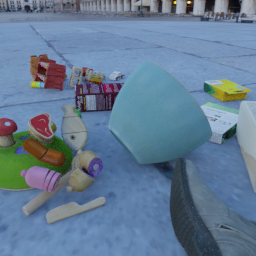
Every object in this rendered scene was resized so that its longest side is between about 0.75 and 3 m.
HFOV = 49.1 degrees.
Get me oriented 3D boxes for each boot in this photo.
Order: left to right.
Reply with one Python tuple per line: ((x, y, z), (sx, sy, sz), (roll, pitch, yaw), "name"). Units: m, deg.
((-3.842, -2.908, 13.536), (1.747, 1.356, 0.670), (-9, 27, -19), "boot")
((1.810, 1.663, 4.716), (1.905, 0.988, 2.917), (3, 33, -6), "boot")

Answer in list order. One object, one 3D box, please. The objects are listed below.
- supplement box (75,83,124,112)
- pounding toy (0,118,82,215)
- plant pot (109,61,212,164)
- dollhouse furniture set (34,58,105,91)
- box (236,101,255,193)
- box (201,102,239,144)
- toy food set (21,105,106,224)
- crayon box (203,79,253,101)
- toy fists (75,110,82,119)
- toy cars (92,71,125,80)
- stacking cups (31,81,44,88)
((-0.815, -1.207, 10.723), (2.361, 0.719, 1.285), (-3, 26, -8), "supplement box")
((-2.244, 0.444, 6.616), (2.798, 1.298, 2.160), (22, 34, 39), "pounding toy")
((0.536, -0.101, 6.971), (1.706, 2.533, 2.533), (-41, 36, -7), "plant pot")
((-2.715, -2.373, 13.093), (2.778, 1.130, 1.495), (4, 18, -34), "dollhouse furniture set")
((3.642, 0.357, 6.982), (1.379, 1.129, 2.904), (6, 26, 11), "box")
((2.799, -0.228, 9.103), (1.567, 0.395, 2.171), (21, 34, 37), "box")
((-1.466, 0.538, 5.962), (1.675, 0.415, 2.635), (-14, 59, -25), "toy food set")
((4.142, -1.570, 11.781), (1.151, 0.460, 1.813), (-7, 26, -15), "crayon box")
((-1.532, -0.069, 7.974), (0.474, 0.703, 1.379), (2, 24, -12), "toy fists")
((-1.047, -2.656, 14.096), (1.915, 0.424, 0.858), (-7, 27, -15), "toy cars")
((-3.908, -1.952, 12.804), (1.018, 0.308, 0.308), (5, 26, 6), "stacking cups")
